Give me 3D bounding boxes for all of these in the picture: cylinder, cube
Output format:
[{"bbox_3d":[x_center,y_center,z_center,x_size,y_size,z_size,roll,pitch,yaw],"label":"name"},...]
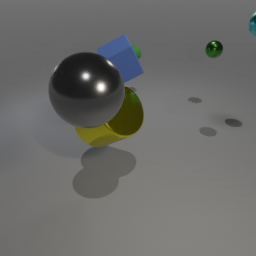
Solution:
[{"bbox_3d":[-0.530,-0.293,7.481,1.400,1.400,1.400,-26,2,-39],"label":"cylinder"},{"bbox_3d":[-0.335,-2.919,12.131,1.400,1.400,1.400,-26,39,7],"label":"cube"}]

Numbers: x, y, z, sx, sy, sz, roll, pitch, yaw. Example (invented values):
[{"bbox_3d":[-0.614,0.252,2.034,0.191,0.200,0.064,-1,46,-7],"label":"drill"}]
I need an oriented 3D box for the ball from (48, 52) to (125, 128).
[{"bbox_3d":[-0.759,-0.692,5.219,1.400,1.400,1.400,0,29,0],"label":"ball"}]

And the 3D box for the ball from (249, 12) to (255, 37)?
[{"bbox_3d":[3.456,-2.667,7.140,0.700,0.700,0.700,0,29,0],"label":"ball"}]

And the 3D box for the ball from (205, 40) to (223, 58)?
[{"bbox_3d":[3.502,-3.195,11.383,0.700,0.700,0.700,0,29,0],"label":"ball"}]

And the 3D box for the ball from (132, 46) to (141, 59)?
[{"bbox_3d":[0.285,-3.523,13.220,0.700,0.700,0.700,0,29,0],"label":"ball"}]
